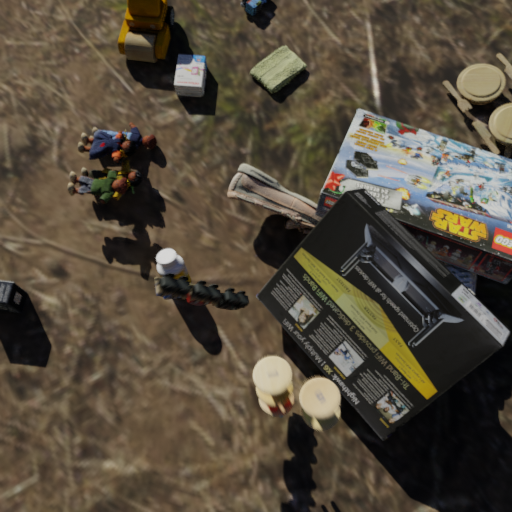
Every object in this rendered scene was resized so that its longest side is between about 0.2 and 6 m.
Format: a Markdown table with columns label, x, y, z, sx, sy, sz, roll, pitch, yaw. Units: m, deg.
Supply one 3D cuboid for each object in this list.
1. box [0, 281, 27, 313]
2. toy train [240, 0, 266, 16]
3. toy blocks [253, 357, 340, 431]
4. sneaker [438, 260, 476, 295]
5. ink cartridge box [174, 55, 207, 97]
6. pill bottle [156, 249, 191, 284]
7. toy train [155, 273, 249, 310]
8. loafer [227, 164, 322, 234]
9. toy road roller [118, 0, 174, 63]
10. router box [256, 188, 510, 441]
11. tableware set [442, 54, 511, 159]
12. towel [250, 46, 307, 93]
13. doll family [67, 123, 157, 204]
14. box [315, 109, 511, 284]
| label | x | y | z | sx | sy | sz | roll | pitch | yaw |
| --- | --- | --- | --- | --- | --- | --- | --- | --- | --- |
| box | -4.978 | 0.778 | 10.879 | 0.731 | 0.743 | 0.461 | 8 | 69 | 3 |
| toy train | 0.005 | -6.345 | 13.801 | 0.498 | 0.378 | 0.872 | 39 | 72 | 4 |
| toy blocks | 0.641 | 2.280 | 8.631 | 1.353 | 1.624 | 0.590 | 22 | 63 | 19 |
| sneaker | 3.808 | 0.637 | 10.739 | 1.077 | 1.135 | 2.819 | 9 | 68 | 5 |
| ink cartridge box | -1.512 | -4.165 | 12.950 | 0.647 | 0.379 | 0.895 | 3 | 70 | 1 |
| pill bottle | -1.618 | 0.303 | 10.892 | 0.529 | 0.944 | 0.529 | -7 | 49 | 8 |
| toy train | -0.913 | 0.629 | 9.251 | 0.445 | 1.945 | 0.332 | -31 | 57 | 35 |
| loafer | 0.592 | -0.934 | 11.443 | 2.499 | 0.899 | 0.786 | 31 | 87 | -1 |
| toy road roller | -2.589 | -5.508 | 12.987 | 1.058 | 1.256 | 1.721 | 7 | 69 | 3 |
| router box | 2.067 | 0.993 | 9.856 | 3.506 | 0.916 | 2.756 | 48 | 119 | 15 |
| tableware set | 5.424 | -3.353 | 12.620 | 1.548 | 0.469 | 2.341 | -26 | 65 | 3 |
| towel | 0.514 | -4.383 | 13.122 | 1.178 | 0.215 | 0.874 | -41 | 74 | -14 |
| doll family | -2.958 | -2.016 | 11.861 | 1.415 | 0.961 | 2.449 | 1 | 66 | 6 |
| box | 3.378 | -1.272 | 11.049 | 3.825 | 0.763 | 2.619 | 21 | 56 | 8 |
